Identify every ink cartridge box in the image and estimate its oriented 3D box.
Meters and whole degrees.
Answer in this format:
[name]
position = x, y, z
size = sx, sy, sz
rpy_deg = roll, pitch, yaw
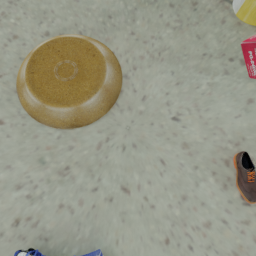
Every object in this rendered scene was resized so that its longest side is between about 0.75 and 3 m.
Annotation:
[ink cartridge box]
position = 3.487, -1.516, 5.145
size = 1.550, 2.134, 0.890
rpy_deg = -27, 112, -11

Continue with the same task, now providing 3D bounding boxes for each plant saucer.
[plant saucer]
position = -1.602, -1.421, 7.476
size = 2.916, 0.516, 2.916
rpy_deg = 0, 71, 0

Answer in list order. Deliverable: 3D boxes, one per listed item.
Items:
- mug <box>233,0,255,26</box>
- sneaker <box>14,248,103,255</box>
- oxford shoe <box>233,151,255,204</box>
[mug]
position = 3.942, -3.734, 7.816
size = 1.338, 1.371, 1.671
rpy_deg = -34, 75, -11
[sneaker]
position = -1.682, 2.955, 5.772
size = 2.257, 0.912, 1.304
rpy_deg = -28, 75, -8
[oxford shoe]
position = 2.818, 1.155, 6.627
size = 0.442, 0.450, 1.241
rpy_deg = -9, 71, -3
